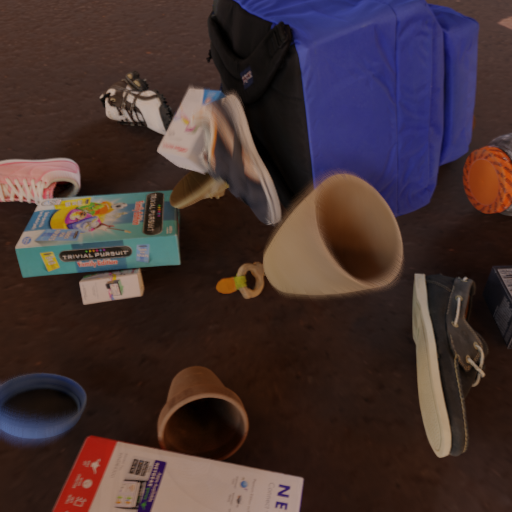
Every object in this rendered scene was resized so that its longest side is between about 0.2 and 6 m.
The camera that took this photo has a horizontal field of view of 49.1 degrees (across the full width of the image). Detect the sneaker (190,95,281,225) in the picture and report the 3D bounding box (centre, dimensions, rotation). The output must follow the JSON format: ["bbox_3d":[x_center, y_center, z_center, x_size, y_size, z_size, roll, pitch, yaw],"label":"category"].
[{"bbox_3d":[-0.370,-1.447,9.187,0.876,0.865,2.206,-24,92,-16],"label":"sneaker"}]

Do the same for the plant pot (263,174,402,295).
[{"bbox_3d":[0.969,-0.095,8.713,1.732,1.850,1.732,15,63,-32],"label":"plant pot"}]

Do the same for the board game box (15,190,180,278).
[{"bbox_3d":[-2.796,-0.486,10.432,2.698,0.633,2.037,-5,30,-6],"label":"board game box"}]

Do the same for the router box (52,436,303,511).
[{"bbox_3d":[-1.085,3.738,6.051,2.800,0.762,3.119,7,43,8],"label":"router box"}]

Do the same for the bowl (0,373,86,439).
[{"bbox_3d":[-2.999,2.065,7.752,1.233,0.242,1.233,10,20,-4],"label":"bowl"}]

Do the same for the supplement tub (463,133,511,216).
[{"bbox_3d":[5.754,-1.760,11.374,2.730,1.673,1.673,-12,44,-13],"label":"supplement tub"}]

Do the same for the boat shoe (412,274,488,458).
[{"bbox_3d":[2.902,1.442,8.262,1.083,1.150,3.204,4,40,10],"label":"boat shoe"}]

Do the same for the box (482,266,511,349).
[{"bbox_3d":[4.614,0.817,9.230,1.246,0.768,1.236,-1,43,-2],"label":"box"}]

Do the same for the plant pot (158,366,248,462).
[{"bbox_3d":[-0.799,2.081,7.708,1.203,1.203,1.049,-11,27,-11],"label":"plant pot"}]

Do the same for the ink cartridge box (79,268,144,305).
[{"bbox_3d":[-2.457,0.508,9.614,0.976,0.410,0.706,-8,9,-8],"label":"ink cartridge box"}]

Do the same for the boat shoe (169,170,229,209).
[{"bbox_3d":[-0.774,-1.356,10.309,1.791,0.594,0.663,-31,48,16],"label":"boat shoe"}]

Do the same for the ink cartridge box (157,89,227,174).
[{"bbox_3d":[-1.045,-2.255,10.072,0.979,0.573,1.355,20,83,45],"label":"ink cartridge box"}]

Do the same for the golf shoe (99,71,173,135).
[{"bbox_3d":[-2.947,-3.558,13.925,1.362,1.121,2.883,-30,43,-15],"label":"golf shoe"}]

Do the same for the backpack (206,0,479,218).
[{"bbox_3d":[1.470,-3.365,11.379,4.384,4.245,5.224,-18,37,-16],"label":"backpack"}]

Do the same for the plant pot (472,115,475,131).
[{"bbox_3d":[4.471,-2.917,13.228,1.113,1.113,0.970,21,65,21],"label":"plant pot"}]

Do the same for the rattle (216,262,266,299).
[{"bbox_3d":[-0.139,0.391,10.082,0.625,0.686,0.961,49,46,-7],"label":"rattle"}]

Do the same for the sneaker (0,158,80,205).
[{"bbox_3d":[-4.729,-1.444,11.640,2.187,0.823,1.143,-13,39,-19],"label":"sneaker"}]
